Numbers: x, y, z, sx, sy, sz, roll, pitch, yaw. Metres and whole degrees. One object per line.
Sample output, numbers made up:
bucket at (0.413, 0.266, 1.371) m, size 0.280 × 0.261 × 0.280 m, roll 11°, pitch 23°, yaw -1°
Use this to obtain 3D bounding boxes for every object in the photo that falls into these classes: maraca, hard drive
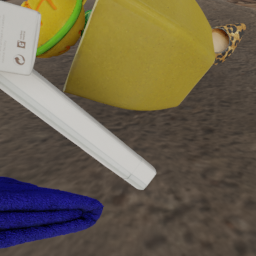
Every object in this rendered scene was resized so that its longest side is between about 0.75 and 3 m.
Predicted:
maraca at (-1.996, -2.301, 6.508) m, size 2.475 × 1.324 × 1.697 m, roll -14°, pitch 53°, yaw 33°
hard drive at (-1.041, -0.359, 3.528) m, size 0.370 × 2.773 × 1.829 m, roll -51°, pitch 24°, yaw -5°

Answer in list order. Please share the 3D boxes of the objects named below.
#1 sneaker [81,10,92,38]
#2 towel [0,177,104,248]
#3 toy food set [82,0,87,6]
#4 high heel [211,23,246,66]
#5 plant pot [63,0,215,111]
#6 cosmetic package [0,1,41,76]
sneaker at (-0.967, -2.657, 7.259) m, size 0.594 × 0.671 × 1.605 m, roll -34°, pitch 19°, yaw 22°
towel at (-1.407, 0.809, 3.209) m, size 1.933 × 0.479 × 1.427 m, roll -1°, pitch -5°, yaw 41°
toy food set at (-1.640, -3.911, 8.668) m, size 0.666 × 0.370 × 1.132 m, roll -11°, pitch 50°, yaw 35°
high heel at (1.996, -2.213, 6.597) m, size 2.475 × 1.764 × 0.884 m, roll -32°, pitch 70°, yaw -6°
plant pot at (0.336, -1.523, 5.108) m, size 2.121 × 2.074 × 2.060 m, roll 24°, pitch 45°, yaw -13°
cosmetic package at (-1.327, -0.700, 1.875) m, size 1.302 × 0.482 × 0.662 m, roll 7°, pitch 9°, yaw -29°
